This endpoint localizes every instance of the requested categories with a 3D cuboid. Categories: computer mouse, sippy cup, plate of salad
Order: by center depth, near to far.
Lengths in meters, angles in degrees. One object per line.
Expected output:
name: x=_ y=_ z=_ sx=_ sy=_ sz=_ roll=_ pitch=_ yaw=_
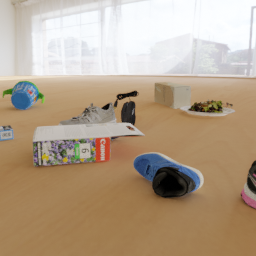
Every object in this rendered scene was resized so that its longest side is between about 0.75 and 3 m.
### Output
computer mouse: x=-0.196 y=-0.732 z=10.950 sx=1.124 sy=1.601 sz=0.369 roll=-3 pitch=-19 yaw=33
plate of salad: x=3.835 y=-1.016 z=13.589 sx=2.587 sy=0.621 sz=2.587 roll=2 pitch=12 yaw=0
sippy cup: x=-5.594 y=-1.665 z=15.021 sx=1.902 sy=1.493 sz=1.394 roll=-24 pitch=25 yaw=4

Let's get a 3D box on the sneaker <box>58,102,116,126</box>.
sneaker: x=-1.506 y=-0.413 z=10.404 sx=0.954 sy=1.047 sz=2.553 roll=11 pitch=18 yaw=38

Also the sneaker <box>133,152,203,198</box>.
sneaker: x=0.631 y=0.949 z=5.812 sx=1.647 sy=0.632 sz=0.916 roll=18 pitch=13 yaw=34

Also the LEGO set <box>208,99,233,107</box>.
LEGO set: x=5.025 y=-1.267 z=15.489 sx=1.490 sy=0.422 sz=0.967 roll=13 pitch=16 yaw=-1

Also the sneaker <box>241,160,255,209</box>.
sneaker: x=3.029 y=1.084 z=4.658 sx=2.178 sy=0.940 sz=0.875 roll=10 pitch=19 yaw=34

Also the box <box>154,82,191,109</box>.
box: x=2.503 y=-1.926 z=16.119 sx=1.027 sy=1.255 sz=2.643 roll=-5 pitch=14 yaw=-17

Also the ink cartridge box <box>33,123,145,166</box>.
ink cartridge box: x=-1.124 y=0.395 z=7.895 sx=2.889 sy=0.727 sz=1.574 roll=-2 pitch=14 yaw=-14

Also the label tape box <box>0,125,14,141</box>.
label tape box: x=-4.437 y=0.138 z=9.632 sx=0.799 sy=0.369 sz=1.116 roll=-8 pitch=18 yaw=-28

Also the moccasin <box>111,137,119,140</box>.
moccasin: x=-0.798 y=0.174 z=9.288 sx=1.382 sy=0.556 sz=0.471 roll=-8 pitch=-4 yaw=26
